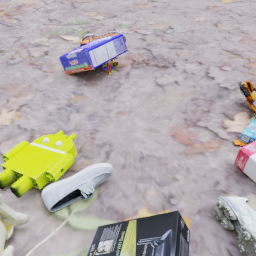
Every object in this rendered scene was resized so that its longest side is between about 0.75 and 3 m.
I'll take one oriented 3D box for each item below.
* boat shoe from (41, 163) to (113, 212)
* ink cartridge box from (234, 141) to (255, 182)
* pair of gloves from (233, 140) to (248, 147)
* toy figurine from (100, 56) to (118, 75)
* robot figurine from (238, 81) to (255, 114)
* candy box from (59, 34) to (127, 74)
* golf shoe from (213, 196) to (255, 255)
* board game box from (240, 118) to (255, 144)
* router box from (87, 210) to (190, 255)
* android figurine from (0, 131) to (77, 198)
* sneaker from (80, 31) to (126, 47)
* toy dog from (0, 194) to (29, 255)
[{"bbox_3d":[-1.326,1.735,7.973,2.159,0.753,0.769,-22,51,-17],"label":"boat shoe"},{"bbox_3d":[4.401,1.200,8.469,1.296,0.755,1.791,-20,46,-22],"label":"ink cartridge box"},{"bbox_3d":[4.101,0.703,9.661,0.785,0.109,0.881,0,40,-5],"label":"pair of gloves"},{"bbox_3d":[-1.050,-3.193,14.089,0.737,0.649,1.229,9,39,19],"label":"toy figurine"},{"bbox_3d":[5.047,-1.100,11.029,1.408,0.565,1.942,29,35,-36],"label":"robot figurine"},{"bbox_3d":[-1.679,-3.643,13.755,2.190,0.998,2.591,4,32,43],"label":"candy box"},{"bbox_3d":[3.135,2.542,6.840,1.110,0.894,2.282,-7,40,-17],"label":"golf shoe"},{"bbox_3d":[4.737,0.230,9.986,1.015,0.315,1.344,27,40,28],"label":"board game box"},{"bbox_3d":[0.042,2.969,5.351,2.100,0.698,2.671,-19,25,24],"label":"router box"},{"bbox_3d":[-2.735,0.959,8.749,2.462,0.555,2.705,12,41,34],"label":"android figurine"},{"bbox_3d":[-1.451,-4.634,15.707,2.610,1.012,1.462,-1,42,15],"label":"sneaker"},{"bbox_3d":[-3.493,2.701,6.193,2.000,1.439,2.063,-12,39,11],"label":"toy dog"}]
